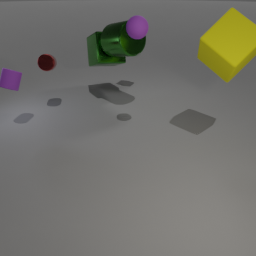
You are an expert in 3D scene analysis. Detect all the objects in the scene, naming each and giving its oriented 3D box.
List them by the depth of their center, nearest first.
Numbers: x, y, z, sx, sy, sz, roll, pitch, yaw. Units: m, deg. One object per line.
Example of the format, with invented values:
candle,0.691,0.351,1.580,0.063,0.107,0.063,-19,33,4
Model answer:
ball,0.290,-3.125,8.705,0.700,0.700,0.700,0,28,0
cube,3.238,-2.583,8.931,1.400,1.400,1.400,-44,75,0
cylinder,-4.388,-1.812,10.460,0.700,0.700,0.700,15,6,-2
cylinder,-0.203,-3.699,11.706,1.400,1.400,1.400,-20,22,-33
cylinder,-3.428,-2.784,11.906,0.700,0.700,0.700,-3,14,-6
cube,-1.047,-3.708,13.297,1.400,1.400,1.400,-7,9,-25
